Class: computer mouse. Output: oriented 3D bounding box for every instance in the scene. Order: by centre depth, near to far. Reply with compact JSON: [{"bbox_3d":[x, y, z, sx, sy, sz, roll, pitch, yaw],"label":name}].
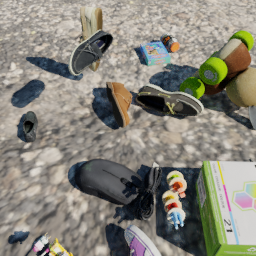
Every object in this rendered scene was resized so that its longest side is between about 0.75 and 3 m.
[{"bbox_3d":[-0.327,1.351,7.541,2.384,0.628,1.651,13,49,12],"label":"computer mouse"}]

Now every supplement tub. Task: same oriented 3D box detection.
[{"bbox_3d":[1.863,-3.793,12.440,0.561,0.561,0.916,-20,49,-18],"label":"supplement tub"}]

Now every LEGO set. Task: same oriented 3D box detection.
[{"bbox_3d":[-1.385,3.094,5.910,0.670,0.828,1.800,-42,81,-14],"label":"LEGO set"}]

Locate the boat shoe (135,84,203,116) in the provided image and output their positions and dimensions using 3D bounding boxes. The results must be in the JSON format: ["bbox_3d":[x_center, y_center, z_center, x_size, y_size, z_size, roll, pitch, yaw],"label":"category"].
[{"bbox_3d":[1.346,-0.819,9.498,2.339,0.834,0.704,21,51,28],"label":"boat shoe"}]

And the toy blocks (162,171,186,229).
[{"bbox_3d":[1.063,1.569,6.126,0.402,0.922,1.106,9,15,-4],"label":"toy blocks"}]

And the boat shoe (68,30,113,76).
[{"bbox_3d":[-0.987,-2.057,7.544,0.520,0.623,1.670,16,58,37],"label":"boat shoe"}]

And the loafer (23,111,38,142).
[{"bbox_3d":[-3.163,-0.127,9.051,0.444,0.460,1.309,-9,47,-9],"label":"loafer"}]

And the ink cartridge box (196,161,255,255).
[{"bbox_3d":[3.276,1.947,6.661,2.902,1.099,2.145,1,46,1],"label":"ink cartridge box"}]

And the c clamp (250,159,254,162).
[{"bbox_3d":[4.283,1.136,8.076,1.112,0.151,0.950,-10,48,-9],"label":"c clamp"}]

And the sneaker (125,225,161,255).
[{"bbox_3d":[0.229,3.118,5.812,1.204,0.766,2.113,-25,51,-18],"label":"sneaker"}]

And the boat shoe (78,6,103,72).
[{"bbox_3d":[-1.308,-3.040,9.722,0.739,2.276,0.821,12,44,7],"label":"boat shoe"}]

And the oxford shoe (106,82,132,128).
[{"bbox_3d":[-0.190,-0.906,9.590,0.806,0.807,2.262,-5,45,-12],"label":"oxford shoe"}]

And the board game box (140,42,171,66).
[{"bbox_3d":[1.160,-3.227,12.085,1.004,0.297,1.321,-9,47,-8],"label":"board game box"}]

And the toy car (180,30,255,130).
[{"bbox_3d":[3.784,-1.362,9.636,2.932,2.313,2.408,47,61,1],"label":"toy car"}]
